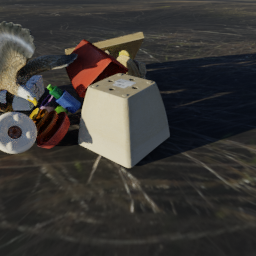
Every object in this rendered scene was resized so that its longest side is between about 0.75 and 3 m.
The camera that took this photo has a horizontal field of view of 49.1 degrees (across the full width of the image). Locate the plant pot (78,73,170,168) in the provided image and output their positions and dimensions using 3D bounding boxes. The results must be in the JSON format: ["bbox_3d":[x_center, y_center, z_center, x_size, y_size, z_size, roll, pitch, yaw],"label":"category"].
[{"bbox_3d":[-0.115,-0.350,6.687,1.701,1.508,1.703,21,39,34],"label":"plant pot"}]

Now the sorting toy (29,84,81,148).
[{"bbox_3d":[-1.953,-0.472,7.046,1.290,0.881,2.146,-40,30,15],"label":"sorting toy"}]

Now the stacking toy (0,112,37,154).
[{"bbox_3d":[-2.609,0.211,6.368,0.902,0.902,1.234,-19,-5,-29],"label":"stacking toy"}]

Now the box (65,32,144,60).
[{"bbox_3d":[-0.905,-2.721,10.435,2.729,0.290,2.231,-16,-3,-9],"label":"box"}]

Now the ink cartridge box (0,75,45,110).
[{"bbox_3d":[-3.432,-1.138,8.931,1.092,0.630,1.495,-1,30,2],"label":"ink cartridge box"}]

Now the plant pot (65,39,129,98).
[{"bbox_3d":[-0.964,-1.627,7.633,1.123,1.273,1.274,49,15,12],"label":"plant pot"}]

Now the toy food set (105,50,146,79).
[{"bbox_3d":[0.076,-1.845,9.250,0.411,1.414,2.048,-31,40,-26],"label":"toy food set"}]

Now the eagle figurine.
[{"bbox_3d":[-2.637,-1.333,6.780,1.846,2.446,1.856,34,18,-17],"label":"eagle figurine"}]
